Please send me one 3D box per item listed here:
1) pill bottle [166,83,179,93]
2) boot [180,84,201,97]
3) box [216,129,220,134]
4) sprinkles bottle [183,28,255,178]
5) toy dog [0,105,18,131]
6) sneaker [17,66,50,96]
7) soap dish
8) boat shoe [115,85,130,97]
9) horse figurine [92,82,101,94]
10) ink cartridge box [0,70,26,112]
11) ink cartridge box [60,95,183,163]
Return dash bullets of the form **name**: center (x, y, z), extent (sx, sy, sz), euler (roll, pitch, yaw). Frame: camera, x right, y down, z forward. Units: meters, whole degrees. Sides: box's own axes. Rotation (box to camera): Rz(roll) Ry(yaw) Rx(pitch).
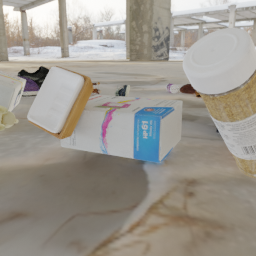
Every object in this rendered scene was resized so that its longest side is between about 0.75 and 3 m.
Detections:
- **pill bottle**: center (2.087, -1.925, 13.438), extent (0.422, 0.422, 0.751), euler (-4, 16, -14)
- **boot**: center (3.005, -1.576, 12.591), extent (1.214, 0.442, 1.290), euler (5, 26, 0)
- **box**: center (3.341, -0.493, 7.209), extent (1.362, 1.182, 2.061), euler (12, 19, 40)
- **sprinkles bottle**: center (1.677, -0.203, 4.130), extent (0.856, 2.510, 0.856), euler (-23, 41, 22)
- **toy dog**: center (-3.589, -0.335, 7.613), extent (0.982, 0.685, 0.952), euler (10, 10, 34)
- **sneaker**: center (-3.589, -2.239, 12.984), extent (2.896, 1.268, 1.097), euler (-10, 19, -31)
- **soap dish**: center (-1.321, -0.509, 5.555), extent (1.015, 1.290, 0.524), euler (23, -3, 31)
- **boat shoe**: center (-0.218, -0.998, 8.742), extent (0.429, 0.520, 1.388), euler (22, -14, -1)
- **horse figurine**: center (-2.202, -1.595, 11.866), extent (2.407, 0.601, 1.595), euler (-11, 7, -17)
- **ink cartridge box**: center (-4.547, -1.323, 9.249), extent (1.791, 1.079, 2.465), euler (21, 9, -16)
- **ink cartridge box**: center (-0.119, -0.100, 6.206), extent (2.295, 0.972, 1.659), euler (6, 17, 23)
